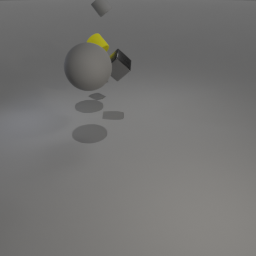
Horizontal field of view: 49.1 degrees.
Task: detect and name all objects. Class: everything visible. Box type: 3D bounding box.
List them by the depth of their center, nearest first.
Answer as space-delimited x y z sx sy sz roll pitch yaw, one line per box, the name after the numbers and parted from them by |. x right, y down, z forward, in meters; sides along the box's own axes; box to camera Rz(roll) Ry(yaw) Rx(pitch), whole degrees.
-1.177 -1.797 8.273 1.400 1.400 1.400 0 28 0 | ball
-0.370 -2.272 10.127 0.700 0.700 0.700 -35 33 31 | cube
-1.282 -3.509 11.888 0.700 0.700 0.700 -31 79 -44 | cylinder
-1.198 -5.549 12.725 0.700 0.700 0.700 -34 23 17 | cylinder
